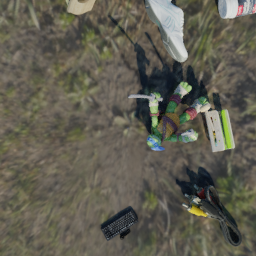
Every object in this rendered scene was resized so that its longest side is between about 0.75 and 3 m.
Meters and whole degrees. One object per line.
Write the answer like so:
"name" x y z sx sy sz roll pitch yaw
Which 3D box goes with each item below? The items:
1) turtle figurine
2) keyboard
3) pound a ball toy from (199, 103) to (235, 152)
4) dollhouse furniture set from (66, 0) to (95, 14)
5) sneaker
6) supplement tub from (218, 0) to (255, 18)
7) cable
"turtle figurine" 1.374 -0.431 7.756 1.565 2.175 2.109 25 58 33
"keyboard" -0.204 2.937 8.258 1.075 0.138 0.646 -32 85 -2
"pound a ball toy" 2.522 -0.010 8.268 0.911 0.593 1.397 -6 83 -36
"dollhouse furniture set" -1.156 -5.156 8.810 2.215 1.393 2.505 -17 83 -27
"sneaker" 1.374 -3.148 8.581 0.925 0.812 2.307 -24 84 -5
"supplement tub" 3.441 -3.848 8.669 1.067 0.748 0.748 -14 84 -2
"cable" 2.596 2.511 8.273 2.095 0.527 1.018 44 68 -8
